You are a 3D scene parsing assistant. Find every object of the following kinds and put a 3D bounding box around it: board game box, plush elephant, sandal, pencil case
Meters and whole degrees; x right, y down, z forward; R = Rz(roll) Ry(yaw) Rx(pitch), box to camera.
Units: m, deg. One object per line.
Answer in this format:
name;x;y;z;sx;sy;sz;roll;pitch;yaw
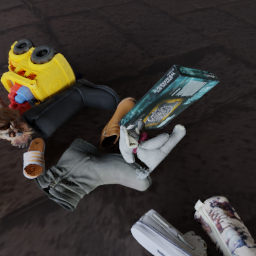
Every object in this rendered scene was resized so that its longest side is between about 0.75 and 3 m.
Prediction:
board game box;1.157;-0.765;8.356;1.814;2.683;0.378;-2;60;-41
plush elephant;0.341;0.357;6.470;1.158;1.232;1.496;42;64;10
sandal;-2.955;0.822;8.756;0.640;0.479;1.670;-7;44;-7
pencil case;2.433;2.728;6.359;1.086;0.945;2.428;24;28;-41

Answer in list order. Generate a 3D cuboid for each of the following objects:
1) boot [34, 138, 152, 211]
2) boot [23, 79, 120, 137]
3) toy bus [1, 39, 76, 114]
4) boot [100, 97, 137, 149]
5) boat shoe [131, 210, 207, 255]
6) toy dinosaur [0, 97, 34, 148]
boot;-1.009;1.562;7.782;2.995;1.014;1.956;18;51;28
boot;-1.957;-0.635;9.947;2.269;0.904;2.753;22;44;33
toy bus;-3.832;-1.820;10.803;2.718;1.844;2.609;23;64;25
boot;-0.329;-0.147;8.934;0.637;1.662;1.291;41;24;-13
boat shoe;1.372;2.817;6.408;2.706;0.960;0.945;26;52;34
toy dinosaur;-4.001;-0.167;9.348;1.866;1.182;2.754;-9;41;-8
